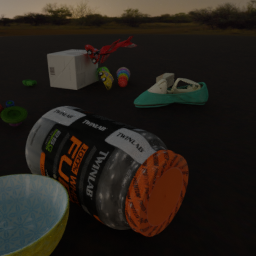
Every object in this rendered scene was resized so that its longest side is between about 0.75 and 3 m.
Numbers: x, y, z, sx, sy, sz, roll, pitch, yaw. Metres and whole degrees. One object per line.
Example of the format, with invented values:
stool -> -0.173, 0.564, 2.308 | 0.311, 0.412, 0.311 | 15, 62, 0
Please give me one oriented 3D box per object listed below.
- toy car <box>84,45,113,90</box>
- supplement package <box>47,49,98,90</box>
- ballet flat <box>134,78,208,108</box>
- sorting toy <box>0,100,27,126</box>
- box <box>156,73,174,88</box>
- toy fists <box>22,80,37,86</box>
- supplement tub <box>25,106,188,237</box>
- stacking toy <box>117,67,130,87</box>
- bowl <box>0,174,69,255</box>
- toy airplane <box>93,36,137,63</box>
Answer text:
toy car -> -1.238, -2.841, 13.630 | 0.522, 2.341, 2.203 | -28, -3, 2
supplement package -> -2.612, -2.905, 13.639 | 1.541, 1.552, 2.046 | 10, 25, 22
ballet flat -> 1.651, -1.397, 10.716 | 2.947, 1.037, 0.992 | -4, 23, -8
sorting toy -> -3.948, -0.376, 9.020 | 1.552, 0.637, 0.933 | 15, 40, 6
box -> 1.793, -2.253, 13.402 | 0.461, 0.563, 1.187 | 11, 24, 27
toy fists -> -4.826, -2.197, 13.647 | 0.798, 0.274, 0.407 | 17, 21, 37
supplement tub -> -0.431, 0.662, 4.984 | 2.714, 1.663, 1.663 | 18, 29, 38
stacking toy -> -0.264, -2.453, 13.856 | 0.700, 0.700, 1.641 | 1, 28, 2
bowl -> -1.660, 1.494, 3.901 | 1.760, 0.947, 1.760 | -1, 22, 0
toy airplane -> -0.431, -2.774, 9.631 | 1.692, 0.311, 1.692 | -23, -2, -1
